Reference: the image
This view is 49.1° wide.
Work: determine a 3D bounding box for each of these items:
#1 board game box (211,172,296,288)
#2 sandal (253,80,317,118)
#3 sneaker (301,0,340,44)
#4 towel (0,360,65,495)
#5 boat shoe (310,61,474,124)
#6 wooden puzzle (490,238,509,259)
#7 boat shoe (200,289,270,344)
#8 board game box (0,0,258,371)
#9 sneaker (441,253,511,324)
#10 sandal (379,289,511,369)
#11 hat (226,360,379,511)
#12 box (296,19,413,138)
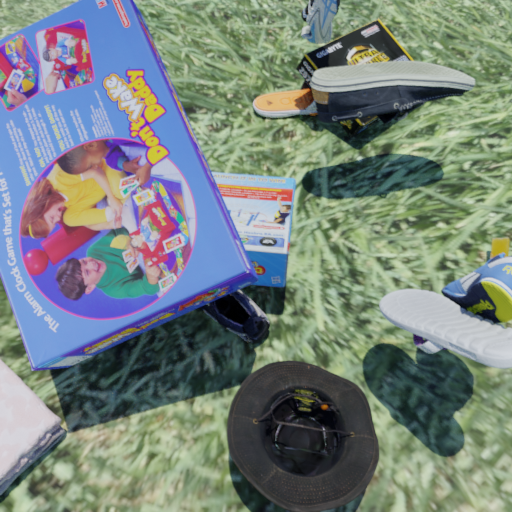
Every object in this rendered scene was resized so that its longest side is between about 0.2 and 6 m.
[{"bbox_3d":[-0.696,-0.634,10.737,2.781,0.777,2.723,5,35,4],"label":"board game box"},{"bbox_3d":[1.308,-3.995,13.739,2.777,0.796,1.064,-10,54,-9],"label":"sandal"},{"bbox_3d":[1.344,-5.226,11.727,0.743,2.051,0.737,3,69,-1],"label":"sneaker"},{"bbox_3d":[-5.736,2.954,8.609,3.960,0.668,4.146,33,60,21],"label":"towel"},{"bbox_3d":[2.645,-3.173,10.963,3.253,1.012,1.213,-7,33,-9],"label":"boat shoe"},{"bbox_3d":[5.337,0.416,10.215,2.285,0.267,1.541,12,75,35],"label":"wooden puzzle"},{"bbox_3d":[-0.718,0.646,9.996,2.202,1.021,0.822,35,82,23],"label":"boat shoe"},{"bbox_3d":[-2.443,-1.202,8.415,3.262,1.086,4.851,-24,79,3],"label":"board game box"},{"bbox_3d":[3.373,0.497,8.012,0.897,2.182,0.807,-43,85,-7],"label":"sneaker"},{"bbox_3d":[2.591,1.093,7.842,1.008,0.608,2.476,-14,19,-20],"label":"sandal"},{"bbox_3d":[0.641,2.833,8.497,2.474,0.998,2.474,5,40,-4],"label":"hat"},{"bbox_3d":[2.623,-4.330,13.504,2.702,0.667,2.157,-34,86,-28],"label":"box"}]
